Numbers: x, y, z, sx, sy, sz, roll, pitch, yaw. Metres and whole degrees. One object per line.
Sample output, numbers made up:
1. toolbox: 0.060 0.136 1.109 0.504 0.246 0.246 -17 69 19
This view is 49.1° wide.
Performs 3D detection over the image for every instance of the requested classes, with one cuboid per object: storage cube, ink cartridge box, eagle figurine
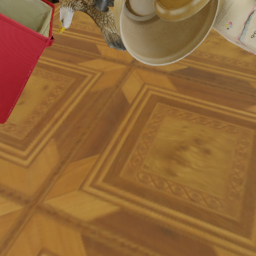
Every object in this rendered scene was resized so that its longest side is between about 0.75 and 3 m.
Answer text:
1. storage cube: -3.106 -1.876 5.919 2.586 2.325 2.211 24 30 -28
2. ink cartridge box: 3.311 -2.431 6.197 0.971 1.676 2.878 21 23 -33
3. eagle figurine: -1.115 -3.223 6.994 2.771 2.092 2.103 17 25 16

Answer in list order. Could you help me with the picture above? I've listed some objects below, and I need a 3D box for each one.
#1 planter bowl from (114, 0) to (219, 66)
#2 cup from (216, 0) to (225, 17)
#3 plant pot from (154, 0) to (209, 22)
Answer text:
1. planter bowl: 0.529 -2.303 5.238 1.880 1.880 1.265 -16 45 -13
2. cup: 1.643 -3.154 7.121 0.925 1.294 1.294 36 44 -24
3. plant pot: 0.797 -2.049 4.077 1.025 0.141 1.025 -14 65 33
